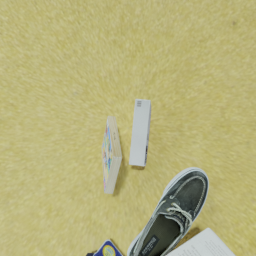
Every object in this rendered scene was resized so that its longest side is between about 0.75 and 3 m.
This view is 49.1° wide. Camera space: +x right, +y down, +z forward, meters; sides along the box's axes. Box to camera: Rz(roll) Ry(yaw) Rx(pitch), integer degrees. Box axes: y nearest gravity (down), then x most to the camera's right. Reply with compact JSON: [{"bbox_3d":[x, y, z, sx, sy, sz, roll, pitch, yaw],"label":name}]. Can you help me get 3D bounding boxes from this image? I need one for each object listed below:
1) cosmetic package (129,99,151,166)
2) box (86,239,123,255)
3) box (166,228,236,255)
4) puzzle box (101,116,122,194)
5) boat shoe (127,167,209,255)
[{"bbox_3d":[0.341,0.141,7.327,0.425,0.692,1.677,5,83,5],"label":"cosmetic package"},{"bbox_3d":[-0.875,4.100,6.130,1.706,0.456,2.817,53,50,-7],"label":"box"},{"bbox_3d":[1.167,3.564,5.752,2.367,1.802,1.259,-26,41,-17],"label":"box"},{"bbox_3d":[-0.426,0.589,6.682,0.209,1.642,1.092,6,122,-12],"label":"puzzle box"},{"bbox_3d":[1.130,2.246,6.799,1.078,1.061,2.992,36,77,2],"label":"boat shoe"}]
